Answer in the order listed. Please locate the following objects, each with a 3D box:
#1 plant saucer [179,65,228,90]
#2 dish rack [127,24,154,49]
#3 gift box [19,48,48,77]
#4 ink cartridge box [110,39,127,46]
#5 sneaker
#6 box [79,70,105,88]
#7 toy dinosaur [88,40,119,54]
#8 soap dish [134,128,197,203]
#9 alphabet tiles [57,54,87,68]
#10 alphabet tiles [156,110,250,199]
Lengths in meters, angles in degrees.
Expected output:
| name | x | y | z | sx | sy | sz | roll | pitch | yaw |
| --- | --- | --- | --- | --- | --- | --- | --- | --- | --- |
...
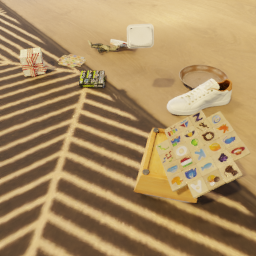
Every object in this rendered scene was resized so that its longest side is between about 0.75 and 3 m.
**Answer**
| name | x | y | z | sx | sy | sz | roll | pitch | yaw |
| --- | --- | --- | --- | --- | --- | --- | --- | --- | --- |
| plant saucer | 3.399 | -2.221 | 12.724 | 2.179 | 0.349 | 2.179 | 0 | 42 | 0 |
| dish rack | 0.424 | -3.242 | 9.853 | 0.956 | 0.821 | 0.208 | -1 | 9 | 7 |
| gift box | -4.425 | -3.147 | 13.210 | 1.186 | 1.094 | 1.107 | -13 | 41 | -5 |
| ink cartridge box | -0.236 | -4.504 | 15.131 | 1.180 | 0.296 | 0.957 | 23 | 21 | 18 |
| sneaker | 2.853 | -1.378 | 11.142 | 2.824 | 1.196 | 1.028 | -16 | 46 | -16 |
| box | -1.634 | -2.245 | 12.812 | 1.106 | 0.272 | 1.145 | -2 | 42 | 1 |
| toy dinosaur | -1.512 | -4.351 | 15.037 | 2.057 | 0.488 | 0.906 | 20 | 29 | 19 |
| soap dish | 1.291 | 1.014 | 8.465 | 1.784 | 0.921 | 2.268 | 8 | 47 | 12 |
| alphabet tiles | -2.876 | -3.451 | 14.338 | 1.381 | 0.044 | 1.149 | 17 | 44 | 18 |
| alphabet tiles | 1.880 | 0.581 | 7.523 | 2.108 | 0.080 | 2.534 | -30 | 40 | 12 |
